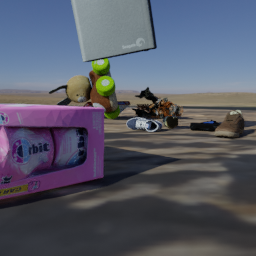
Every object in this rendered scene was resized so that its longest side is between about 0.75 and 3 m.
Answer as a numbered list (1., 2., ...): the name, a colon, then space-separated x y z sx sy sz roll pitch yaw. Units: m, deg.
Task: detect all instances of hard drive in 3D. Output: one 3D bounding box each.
1. hard drive: -0.382 -2.693 5.819 1.654 2.370 0.390 -6 12 21

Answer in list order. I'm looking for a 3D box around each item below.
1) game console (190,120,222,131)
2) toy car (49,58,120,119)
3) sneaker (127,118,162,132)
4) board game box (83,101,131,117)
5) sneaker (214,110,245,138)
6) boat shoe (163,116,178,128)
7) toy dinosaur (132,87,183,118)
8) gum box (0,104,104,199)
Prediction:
1. game console: 2.434 -0.092 8.570 1.072 0.219 1.817 1 6 10
2. toy car: -1.863 -1.450 11.842 2.691 2.124 2.211 -13 -28 -2
3. sneaker: 0.420 -0.090 7.854 1.038 0.364 0.563 4 5 13
4. board game box: -1.157 -0.873 13.241 2.443 0.238 1.258 -5 -23 -43
5. sneaker: 2.527 -0.128 6.967 0.573 0.615 1.627 3 6 29
6. boat shoe: 1.271 -0.166 8.738 0.352 0.398 1.086 -7 -4 27
7. toy dinosaur: 1.266 -0.882 13.175 1.873 1.410 2.759 13 -22 -36
8. gum box: -1.544 0.127 3.359 2.500 0.827 1.419 5 7 42
